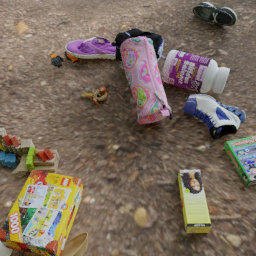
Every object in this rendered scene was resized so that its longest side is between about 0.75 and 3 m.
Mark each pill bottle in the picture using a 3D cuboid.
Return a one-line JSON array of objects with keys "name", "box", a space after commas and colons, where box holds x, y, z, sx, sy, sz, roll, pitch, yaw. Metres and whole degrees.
[{"name": "pill bottle", "box": [2.597, -2.099, 10.771, 2.333, 1.310, 1.310, 19, 52, 16]}]

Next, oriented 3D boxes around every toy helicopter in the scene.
[{"name": "toy helicopter", "box": [-1.306, -1.195, 10.679, 1.045, 0.412, 0.691, 4, 58, 17]}]

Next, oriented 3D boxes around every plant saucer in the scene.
[{"name": "plant saucer", "box": [-1.436, 3.014, 6.478, 1.431, 1.431, 0.253, -37, 91, -28]}]

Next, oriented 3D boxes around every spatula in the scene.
[{"name": "spatula", "box": [-4.386, 3.358, 6.676, 2.807, 0.225, 1.952, 6, 49, 1]}]

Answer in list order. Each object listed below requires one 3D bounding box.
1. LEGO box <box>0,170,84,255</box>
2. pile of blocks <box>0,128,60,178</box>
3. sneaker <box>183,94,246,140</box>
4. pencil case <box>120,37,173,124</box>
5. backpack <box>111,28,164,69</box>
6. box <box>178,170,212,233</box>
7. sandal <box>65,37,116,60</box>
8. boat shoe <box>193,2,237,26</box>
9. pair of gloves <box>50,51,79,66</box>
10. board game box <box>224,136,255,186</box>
[{"name": "LEGO box", "box": [-2.182, 2.211, 7.344, 1.460, 0.756, 1.960, 9, 48, 7]}, {"name": "pile of blocks", "box": [-3.397, 0.748, 8.599, 2.750, 0.855, 1.129, 17, 51, 15]}, {"name": "sneaker", "box": [2.862, -0.333, 9.543, 2.099, 0.848, 1.212, 20, 50, 15]}, {"name": "pencil case", "box": [0.622, -1.624, 9.659, 1.300, 1.300, 2.973, -12, 78, -10]}, {"name": "backpack", "box": [0.579, -3.171, 11.545, 1.997, 1.539, 1.903, 23, 52, 13]}, {"name": "box", "box": [1.815, 1.994, 7.799, 0.651, 0.433, 1.729, -1, 50, -1]}, {"name": "sandal", "box": [-1.235, -3.615, 12.276, 2.952, 0.726, 1.201, 2, 49, -9]}, {"name": "boat shoe", "box": [4.350, -5.689, 14.202, 0.754, 0.945, 2.498, -26, 42, -22]}, {"name": "pair of gloves", "box": [-2.836, -3.130, 12.438, 1.160, 0.143, 1.033, -22, 53, -17]}, {"name": "board game box", "box": [4.408, 0.886, 8.826, 2.238, 0.326, 1.506, -10, 49, -9]}]
